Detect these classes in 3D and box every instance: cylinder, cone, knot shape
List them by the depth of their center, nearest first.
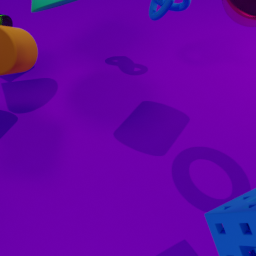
[{"bbox_3d":[2.332,-2.509,4.862,1.336,1.336,1.336,17,19,13],"label":"cylinder"},{"bbox_3d":[-2.471,-1.575,5.698,0.936,0.936,0.936,8,16,6],"label":"cylinder"},{"bbox_3d":[-1.602,-3.413,5.886,1.482,1.487,1.482,-14,24,6],"label":"cone"},{"bbox_3d":[-3.213,-2.265,5.943,1.018,1.014,1.014,38,57,-2],"label":"cone"},{"bbox_3d":[0.930,-3.416,7.371,1.314,1.230,0.607,48,41,9],"label":"knot shape"}]

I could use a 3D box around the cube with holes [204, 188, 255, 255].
[{"bbox_3d":[1.928,1.383,3.364,1.179,1.179,1.179,-13,79,-31],"label":"cube with holes"}]
